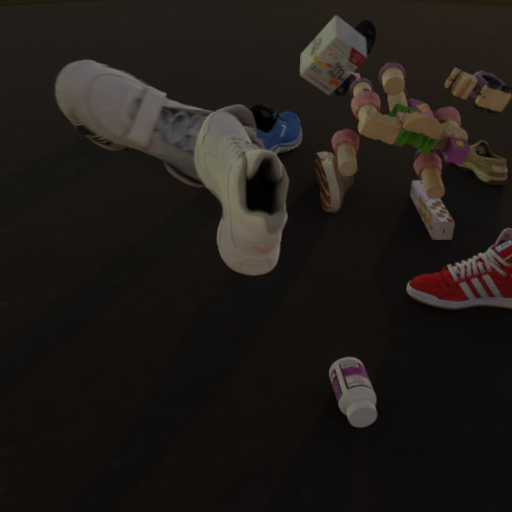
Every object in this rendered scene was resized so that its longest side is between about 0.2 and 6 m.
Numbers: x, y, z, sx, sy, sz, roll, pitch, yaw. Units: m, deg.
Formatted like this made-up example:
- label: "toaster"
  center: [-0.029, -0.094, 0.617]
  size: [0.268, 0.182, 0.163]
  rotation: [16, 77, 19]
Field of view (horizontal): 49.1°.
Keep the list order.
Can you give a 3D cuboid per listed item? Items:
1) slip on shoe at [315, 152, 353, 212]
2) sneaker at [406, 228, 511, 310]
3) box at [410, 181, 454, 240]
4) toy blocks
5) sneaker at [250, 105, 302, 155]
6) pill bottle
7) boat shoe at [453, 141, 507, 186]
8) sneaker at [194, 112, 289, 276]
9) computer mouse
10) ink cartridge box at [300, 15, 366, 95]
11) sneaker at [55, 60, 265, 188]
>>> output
- label: "slip on shoe"
  center: [1.842, -1.738, 12.749]
  size: [0.780, 0.979, 2.575]
  rotation: [-1, 24, 1]
- label: "sneaker"
  center: [3.655, 0.201, 9.163]
  size: [2.242, 1.261, 0.799]
  rotation: [1, 31, 1]
- label: "box"
  center: [3.737, -1.013, 11.991]
  size: [0.403, 0.432, 2.085]
  rotation: [1, 32, 1]
- label: "toy blocks"
  center: [2.170, -2.086, 7.876]
  size: [1.763, 1.887, 1.588]
  rotation: [14, 44, -8]
- label: "sneaker"
  center: [0.451, -3.473, 15.179]
  size: [1.169, 1.327, 2.977]
  rotation: [14, 33, 21]
- label: "pill bottle"
  center: [1.278, 1.781, 7.309]
  size: [0.493, 0.493, 0.878]
  rotation: [-3, 31, -5]
- label: "boat shoe"
  center: [5.617, -2.533, 14.112]
  size: [0.760, 0.808, 2.121]
  rotation: [-10, 33, -16]
- label: "sneaker"
  center: [-0.076, -1.069, 7.142]
  size: [0.971, 1.239, 2.493]
  rotation: [-3, 57, -27]
- label: "computer mouse"
  center: [1.862, -3.834, 10.867]
  size: [0.285, 0.490, 1.673]
  rotation: [14, 74, 49]
- label: "ink cartridge box"
  center: [1.315, -3.441, 9.680]
  size: [0.701, 0.965, 0.698]
  rotation: [26, 48, -24]
- label: "sneaker"
  center: [-1.250, -2.049, 8.726]
  size: [1.939, 1.267, 3.373]
  rotation: [7, -13, 45]
